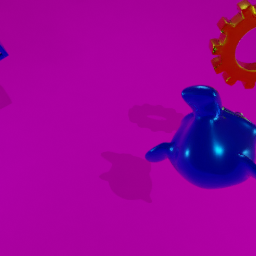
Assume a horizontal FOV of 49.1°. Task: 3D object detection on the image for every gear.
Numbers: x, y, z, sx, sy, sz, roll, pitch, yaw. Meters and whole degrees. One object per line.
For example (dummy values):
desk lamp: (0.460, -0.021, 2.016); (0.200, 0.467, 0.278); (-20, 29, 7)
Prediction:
gear: (2.110, -1.343, 4.546); (1.503, 1.503, 0.278); (0, 42, 0)

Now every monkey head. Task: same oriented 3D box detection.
monkey head: (1.051, 0.177, 3.785); (1.911, 1.375, 1.152); (8, 66, 40)

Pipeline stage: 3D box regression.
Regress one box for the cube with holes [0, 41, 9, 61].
cube with holes: (-3.083, -1.734, 5.516); (0.841, 0.841, 0.841); (-34, 69, -7)
